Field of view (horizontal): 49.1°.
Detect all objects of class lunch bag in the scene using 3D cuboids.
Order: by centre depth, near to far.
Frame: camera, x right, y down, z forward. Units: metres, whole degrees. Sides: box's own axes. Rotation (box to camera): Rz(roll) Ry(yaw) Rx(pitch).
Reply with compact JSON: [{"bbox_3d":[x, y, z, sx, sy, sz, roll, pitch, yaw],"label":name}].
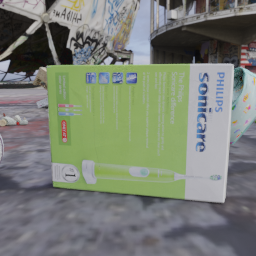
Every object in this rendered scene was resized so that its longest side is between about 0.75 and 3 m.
[{"bbox_3d":[2.070,-0.489,5.640,1.251,1.468,0.895,12,33,-41],"label":"lunch bag"}]

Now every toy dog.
[{"bbox_3d":[-3.626,-0.284,8.837,0.837,0.403,0.552,-6,11,-30],"label":"toy dog"}]

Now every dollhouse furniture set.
[{"bbox_3d":[-3.054,-2.295,13.942,2.344,1.643,1.652,35,19,12],"label":"dollhouse furniture set"}]

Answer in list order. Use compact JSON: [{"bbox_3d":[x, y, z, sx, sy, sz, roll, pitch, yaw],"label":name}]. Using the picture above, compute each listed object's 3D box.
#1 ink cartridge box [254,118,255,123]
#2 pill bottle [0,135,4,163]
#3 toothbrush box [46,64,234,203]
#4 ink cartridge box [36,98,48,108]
[{"bbox_3d":[4.731,-0.784,9.170,0.940,1.272,0.482,7,12,33],"label":"ink cartridge box"},{"bbox_3d":[-2.159,0.340,3.520,0.999,0.999,1.780,-2,10,-14],"label":"pill bottle"},{"bbox_3d":[0.155,-0.025,3.743,2.213,1.612,0.953,2,12,14],"label":"toothbrush box"},{"bbox_3d":[-3.593,-1.558,14.709,1.844,0.399,1.811,-18,6,11],"label":"ink cartridge box"}]
